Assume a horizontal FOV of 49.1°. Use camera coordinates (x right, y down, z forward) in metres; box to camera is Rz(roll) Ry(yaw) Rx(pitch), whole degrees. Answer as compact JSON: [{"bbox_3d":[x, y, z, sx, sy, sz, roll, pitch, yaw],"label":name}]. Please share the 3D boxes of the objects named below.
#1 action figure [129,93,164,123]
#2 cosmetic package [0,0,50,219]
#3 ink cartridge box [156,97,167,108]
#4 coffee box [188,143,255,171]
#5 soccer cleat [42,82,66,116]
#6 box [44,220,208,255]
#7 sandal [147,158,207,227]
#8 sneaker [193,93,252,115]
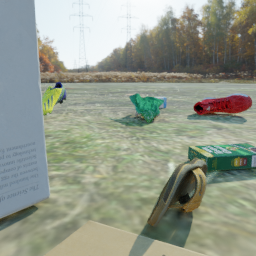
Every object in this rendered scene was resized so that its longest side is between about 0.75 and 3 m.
[{"bbox_3d":[0.724,-0.718,10.450,1.457,0.674,2.466,2,18,2],"label":"action figure"},{"bbox_3d":[-2.447,-0.274,2.796,1.677,2.729,2.720,5,12,38],"label":"cosmetic package"},{"bbox_3d":[1.409,-1.233,13.493,0.779,0.488,0.501,-2,11,-13],"label":"ink cartridge box"},{"bbox_3d":[1.843,0.515,5.159,1.272,0.280,0.782,-2,11,-11],"label":"coffee box"},{"bbox_3d":[-2.948,-1.078,10.338,0.650,0.841,2.010,-1,29,20],"label":"soccer cleat"},{"bbox_3d":[0.030,1.204,1.955,1.673,0.178,1.367,5,12,27],"label":"box"},{"bbox_3d":[0.751,0.761,3.437,0.428,0.636,1.584,30,20,26],"label":"sandal"},{"bbox_3d":[3.594,-0.797,10.997,1.266,0.858,2.191,-22,11,-42],"label":"sneaker"}]
